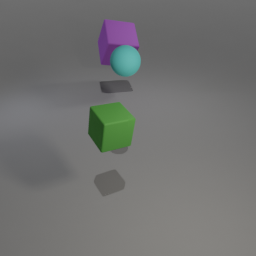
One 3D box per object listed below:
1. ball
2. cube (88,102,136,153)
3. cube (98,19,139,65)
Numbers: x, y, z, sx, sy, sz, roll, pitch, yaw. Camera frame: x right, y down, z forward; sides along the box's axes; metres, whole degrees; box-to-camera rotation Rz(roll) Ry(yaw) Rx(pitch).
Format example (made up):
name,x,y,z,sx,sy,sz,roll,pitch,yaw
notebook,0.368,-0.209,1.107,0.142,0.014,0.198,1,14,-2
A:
name,x,y,z,sx,sy,sz,roll,pitch,yaw
ball,-0.060,-1.523,6.379,0.700,0.700,0.700,0,31,0
cube,-0.353,-0.030,5.752,0.700,0.700,0.700,-12,40,-28
cube,-0.468,-3.749,12.498,1.400,1.400,1.400,0,63,-20
